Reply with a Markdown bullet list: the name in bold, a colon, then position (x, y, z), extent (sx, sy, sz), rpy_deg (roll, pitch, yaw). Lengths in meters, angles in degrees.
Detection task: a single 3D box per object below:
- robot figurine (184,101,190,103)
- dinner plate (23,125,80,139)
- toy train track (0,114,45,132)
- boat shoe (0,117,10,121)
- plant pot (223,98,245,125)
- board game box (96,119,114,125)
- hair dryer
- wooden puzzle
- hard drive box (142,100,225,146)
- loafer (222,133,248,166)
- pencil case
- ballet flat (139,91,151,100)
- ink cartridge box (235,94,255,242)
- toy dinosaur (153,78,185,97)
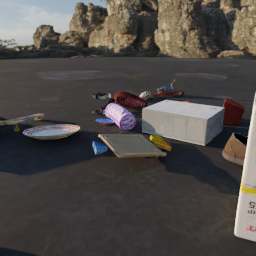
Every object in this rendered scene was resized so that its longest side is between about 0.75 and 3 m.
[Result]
- **robot figurine**: position (2.577, -0.867, 13.127), extent (1.201, 0.701, 0.864), rpy_deg (-16, 27, -41)
- **dinner plate**: position (-2.833, 0.156, 10.482), extent (2.063, 0.250, 2.063), rpy_deg (-1, 12, 0)
- **toy train track**: position (-4.515, -0.154, 11.450), extent (1.699, 0.482, 2.962), rpy_deg (0, 11, 24)
- **boat shoe**: position (-5.495, -0.326, 12.042), extent (1.082, 0.337, 0.404), rpy_deg (-2, 17, -9)
- **plant pot**: position (4.506, -0.644, 12.154), extent (0.884, 1.003, 1.002), rpy_deg (20, 24, 16)
- **board game box**: position (-1.001, -0.240, 12.077), extent (0.799, 0.156, 0.632), rpy_deg (2, 16, -18)
- **hair dryer**: position (-0.421, -1.165, 14.412), extent (2.918, 0.793, 2.223), rpy_deg (-7, 37, -7)
- **wooden puzzle**: position (0.127, 0.592, 8.861), extent (2.829, 0.331, 1.908), rpy_deg (4, 16, -24)
- **hard drive box**: position (2.153, -0.317, 10.928), extent (2.591, 0.995, 2.019), rpy_deg (13, 22, 33)
- **loafer**: position (3.890, 0.753, 7.828), extent (2.592, 0.920, 0.946), rpy_deg (17, 24, 41)
- **pencil case**: position (-0.382, -0.510, 11.834), extent (0.793, 0.779, 1.855), rpy_deg (-8, 21, -25)
- **ballet flat**: position (0.953, -1.898, 16.576), extent (0.499, 0.462, 1.415), rpy_deg (8, 20, 21)
- **ink cartridge box**: position (3.222, 0.717, 5.286), extent (1.892, 2.578, 1.883), rpy_deg (8, 21, 24)
- **toy dinosaur**: position (2.665, -2.207, 17.703), extent (1.687, 0.976, 1.859), rpy_deg (18, 58, 17)
